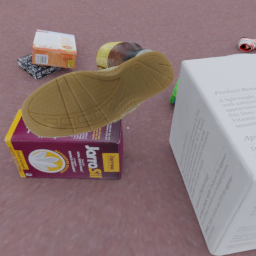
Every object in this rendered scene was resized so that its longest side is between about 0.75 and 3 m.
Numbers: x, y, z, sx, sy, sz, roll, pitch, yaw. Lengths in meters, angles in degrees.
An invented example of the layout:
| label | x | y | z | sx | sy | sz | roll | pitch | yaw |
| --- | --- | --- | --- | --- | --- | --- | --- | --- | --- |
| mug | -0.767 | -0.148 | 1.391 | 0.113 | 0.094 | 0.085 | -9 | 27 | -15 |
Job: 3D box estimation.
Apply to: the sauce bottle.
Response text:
| label | x | y | z | sx | sy | sz | roll | pitch | yaw |
| --- | --- | --- | --- | --- | --- | --- | --- | --- | --- |
| sauce bottle | -0.049 | -1.286 | 5.469 | 0.784 | 0.784 | 2.375 | -15 | 21 | -15 |

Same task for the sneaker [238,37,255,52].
| label | x | y | z | sx | sy | sz | roll | pitch | yaw |
| --- | --- | --- | --- | --- | --- | --- | --- | --- | --- |
| sneaker | 4.876 | -3.152 | 10.731 | 1.249 | 0.417 | 0.669 | 13 | 46 | 18 |

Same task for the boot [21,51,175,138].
| label | x | y | z | sx | sy | sz | roll | pitch | yaw |
| --- | --- | --- | --- | --- | --- | --- | --- | --- | --- |
| boot | -0.320 | -0.207 | 2.528 | 1.276 | 0.992 | 0.464 | -28 | 91 | -24 |

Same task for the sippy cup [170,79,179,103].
| label | x | y | z | sx | sy | sz | roll | pitch | yaw |
| --- | --- | --- | --- | --- | --- | --- | --- | --- | --- |
| sippy cup | 1.802 | -1.025 | 8.186 | 0.892 | 0.956 | 1.218 | 24 | 62 | 8 |

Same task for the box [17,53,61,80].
| label | x | y | z | sx | sy | sz | roll | pitch | yaw |
| --- | --- | --- | --- | --- | --- | --- | --- | --- | --- |
| box | -3.123 | -2.240 | 9.826 | 0.992 | 0.313 | 1.258 | -33 | 53 | -30 |

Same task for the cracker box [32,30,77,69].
| label | x | y | z | sx | sy | sz | roll | pitch | yaw |
| --- | --- | --- | --- | --- | --- | --- | --- | --- | --- |
| cracker box | -2.556 | -2.787 | 9.802 | 1.383 | 0.596 | 2.065 | 4 | 34 | -16 |

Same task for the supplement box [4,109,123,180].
| label | x | y | z | sx | sy | sz | roll | pitch | yaw |
| --- | --- | --- | --- | --- | --- | --- | --- | --- | --- |
| supplement box | -1.300 | 0.383 | 6.329 | 2.349 | 1.296 | 1.006 | 1 | 44 | 2 |

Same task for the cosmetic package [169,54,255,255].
| label | x | y | z | sx | sy | sz | roll | pitch | yaw |
| --- | --- | --- | --- | --- | --- | --- | --- | --- | --- |
| cosmetic package | 2.469 | 0.369 | 5.481 | 2.470 | 2.473 | 2.997 | -5 | 44 | -7 |
